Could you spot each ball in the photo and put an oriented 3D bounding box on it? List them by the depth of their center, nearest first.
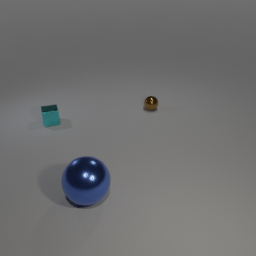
[{"bbox_3d":[-1.201,1.507,8.063,1.400,1.400,1.400,0,30,0],"label":"ball"},{"bbox_3d":[1.115,-1.192,13.451,0.700,0.700,0.700,0,30,0],"label":"ball"}]

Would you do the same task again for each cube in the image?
[{"bbox_3d":[-3.410,-0.549,12.317,0.700,0.700,0.700,-9,31,-16],"label":"cube"}]
